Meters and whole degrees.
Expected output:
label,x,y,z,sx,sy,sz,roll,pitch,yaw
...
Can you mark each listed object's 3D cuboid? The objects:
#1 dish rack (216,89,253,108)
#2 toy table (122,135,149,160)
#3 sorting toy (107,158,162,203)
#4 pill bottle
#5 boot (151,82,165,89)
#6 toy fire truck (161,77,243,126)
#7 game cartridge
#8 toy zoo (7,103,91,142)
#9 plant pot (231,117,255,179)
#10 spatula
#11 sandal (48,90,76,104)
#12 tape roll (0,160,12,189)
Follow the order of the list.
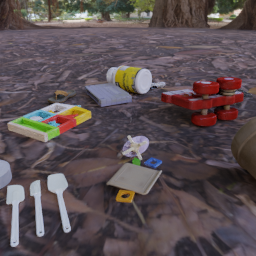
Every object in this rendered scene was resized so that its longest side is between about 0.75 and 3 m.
label,x,y,z,sx,sy,sz,roll,pitch,yaw
dish rack,4.652,-1.480,13.065,2.013,0.549,1.544,-3,26,-10
toy table,0.217,0.559,8.313,0.855,0.786,0.501,-39,-1,3
sorting toy,0.177,1.348,7.251,1.154,0.279,2.049,8,26,25
pill bottle,0.004,-2.545,14.481,2.249,1.252,1.252,17,30,37
boot,1.601,-2.242,15.016,0.829,0.305,0.396,-6,34,2
toy fire truck,3.073,-1.262,11.358,2.824,1.583,2.371,-13,23,-26
game cartridge,-0.989,-1.632,13.513,1.577,0.467,2.433,-7,26,-24
toy zoo,-2.816,-0.384,10.909,1.942,0.303,2.960,15,29,29
plant pot,3.769,0.807,6.816,1.942,1.942,1.685,-3,40,-6
spatula,-2.048,1.762,6.474,1.452,0.168,2.089,-8,26,-19
sandal,-3.102,-1.576,13.234,0.769,0.514,1.882,13,28,25
tape roll,-3.641,1.248,7.347,1.068,0.353,1.068,0,24,0
